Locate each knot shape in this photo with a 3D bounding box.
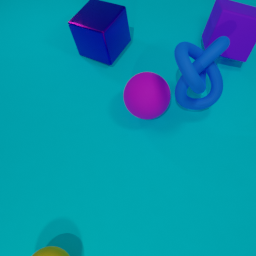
[{"bbox_3d":[1.739,-1.231,6.749,0.872,1.766,1.888,24,41,37],"label":"knot shape"}]

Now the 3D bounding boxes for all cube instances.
[{"bbox_3d":[-0.789,-2.832,8.257,1.223,1.223,1.223,23,64,22],"label":"cube"},{"bbox_3d":[2.922,-2.784,7.925,1.208,1.208,1.208,13,40,-3],"label":"cube"}]

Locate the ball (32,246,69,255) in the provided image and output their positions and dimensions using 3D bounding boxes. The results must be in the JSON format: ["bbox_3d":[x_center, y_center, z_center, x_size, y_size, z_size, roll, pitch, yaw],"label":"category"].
[{"bbox_3d":[-1.514,2.771,5.379,0.921,0.921,0.921,0,62,0],"label":"ball"}]

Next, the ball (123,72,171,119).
[{"bbox_3d":[0.490,-0.834,7.269,1.221,1.221,1.221,0,62,0],"label":"ball"}]
